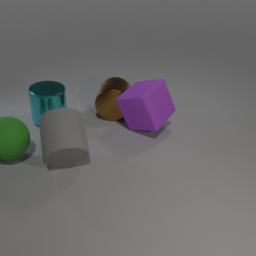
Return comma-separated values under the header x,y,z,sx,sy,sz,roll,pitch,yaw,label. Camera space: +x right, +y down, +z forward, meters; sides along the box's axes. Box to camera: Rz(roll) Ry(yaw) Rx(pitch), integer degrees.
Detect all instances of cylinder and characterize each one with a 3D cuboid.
x,y,z,sx,sy,sz,roll,pitch,yaw,label
-3.173,-0.973,11.187,1.400,1.400,1.400,4,34,-3,cylinder
-2.007,0.313,8.778,1.400,1.400,1.400,-8,62,-13,cylinder
-0.576,-1.232,11.700,1.400,1.400,1.400,3,32,4,cylinder

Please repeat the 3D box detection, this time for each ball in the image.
x,y,z,sx,sy,sz,roll,pitch,yaw,label
-3.893,0.323,9.027,1.400,1.400,1.400,0,32,0,ball

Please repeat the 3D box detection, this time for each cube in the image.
x,y,z,sx,sy,sz,roll,pitch,yaw,label
0.683,-0.862,10.473,1.400,1.400,1.400,2,37,45,cube
